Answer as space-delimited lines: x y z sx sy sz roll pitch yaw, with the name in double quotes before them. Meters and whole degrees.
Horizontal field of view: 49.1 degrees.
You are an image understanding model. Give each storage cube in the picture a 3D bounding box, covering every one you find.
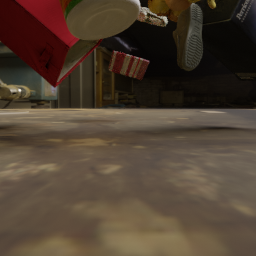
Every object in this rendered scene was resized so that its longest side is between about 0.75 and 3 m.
"storage cube" -2.000 -2.992 7.555 2.635 2.369 2.252 -52 7 -27

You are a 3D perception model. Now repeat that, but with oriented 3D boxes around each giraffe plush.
"giraffe plush" 1.110 -2.803 5.442 1.484 1.719 1.394 13 39 -21

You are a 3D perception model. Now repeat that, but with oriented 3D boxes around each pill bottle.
"pill bottle" -0.708 -2.800 4.739 1.255 2.260 1.255 -18 -6 -2

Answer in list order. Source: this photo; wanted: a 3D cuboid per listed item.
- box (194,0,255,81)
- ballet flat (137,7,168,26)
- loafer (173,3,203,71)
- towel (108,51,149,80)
"box" 3.227 -2.936 6.998 2.633 2.654 1.636 28 -4 -30
"ballet flat" 0.817 -4.202 10.619 1.463 0.525 0.525 14 4 -4
"loafer" 1.221 -1.831 5.801 0.537 1.429 0.498 19 -16 -36
"towel" 0.004 -2.434 10.989 1.442 0.164 1.039 15 -35 -7
